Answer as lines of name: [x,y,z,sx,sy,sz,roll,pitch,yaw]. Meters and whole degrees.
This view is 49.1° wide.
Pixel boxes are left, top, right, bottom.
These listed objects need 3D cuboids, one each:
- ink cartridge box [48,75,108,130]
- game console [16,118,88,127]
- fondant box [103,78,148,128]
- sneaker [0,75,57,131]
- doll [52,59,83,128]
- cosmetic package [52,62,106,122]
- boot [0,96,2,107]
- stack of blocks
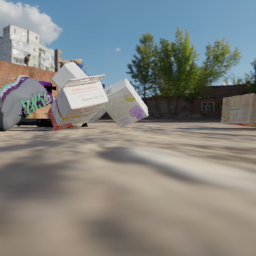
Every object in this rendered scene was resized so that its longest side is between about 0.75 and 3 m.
ink cartridge box: [-0.994,-0.496,5.675,0.844,0.489,1.448,-17,-12,-34]
game console: [-2.809,-0.183,9.820,2.642,0.318,1.558,2,2,32]
fondant box: [-0.112,-0.560,6.673,0.793,0.320,1.099,-24,-46,19]
sneaker: [-2.164,-0.623,6.108,0.930,0.790,2.124,4,32,-5]
doll: [-1.664,-0.978,8.285,1.364,1.998,0.484,-18,22,-36]
cosmetic package: [-1.119,-0.921,7.097,0.557,1.505,0.765,-43,9,19]
boot: [-3.182,-0.370,4.870,1.504,0.494,1.240,-11,-14,31]
stack of blocks: [3.765,-0.403,6.954,1.480,0.753,2.570,5,-1,-20]
